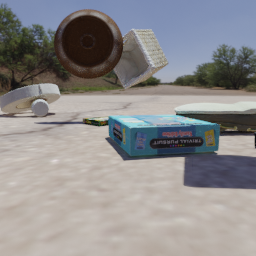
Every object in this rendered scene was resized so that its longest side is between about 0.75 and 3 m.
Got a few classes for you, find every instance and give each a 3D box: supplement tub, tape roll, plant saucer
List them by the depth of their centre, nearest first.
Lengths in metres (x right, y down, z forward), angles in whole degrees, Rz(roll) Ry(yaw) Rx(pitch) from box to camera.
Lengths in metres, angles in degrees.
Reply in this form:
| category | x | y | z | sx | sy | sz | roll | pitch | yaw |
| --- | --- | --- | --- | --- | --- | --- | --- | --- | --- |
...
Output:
| category | x | y | z | sx | sy | sz | roll | pitch | yaw |
| --- | --- | --- | --- | --- | --- | --- | --- | --- | --- |
| plant saucer | -1.431 | -3.070 | 10.091 | 2.542 | 2.542 | 0.465 | 0 | 3 | -2 |
| supplement tub | -3.765 | -0.865 | 11.955 | 0.717 | 0.717 | 0.989 | -3 | 9 | -22 |
| tape roll | -4.463 | -1.330 | 12.827 | 2.721 | 0.497 | 2.721 | -18 | -3 | -1 |

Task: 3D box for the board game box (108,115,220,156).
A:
| category | x | y | z | sx | sy | sz | roll | pitch | yaw |
| --- | --- | --- | --- | --- | --- | --- | --- | --- | --- |
| board game box | 0.586 | 0.071 | 5.935 | 1.682 | 0.523 | 2.229 | -2 | 8 | -13 |

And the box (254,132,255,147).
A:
| category | x | y | z | sx | sy | sz | roll | pitch | yaw |
| --- | --- | --- | --- | --- | --- | --- | --- | --- | --- |
| box | 2.978 | 0.217 | 5.692 | 0.561 | 0.313 | 0.795 | 3 | 7 | 41 |

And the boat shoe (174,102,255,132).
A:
| category | x | y | z | sx | sy | sz | roll | pitch | yaw |
| --- | --- | --- | --- | --- | --- | --- | --- | --- | --- |
| boat shoe | 2.523 | -0.258 | 7.533 | 2.551 | 0.763 | 0.912 | -1 | 20 | 1 |

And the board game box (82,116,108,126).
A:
| category | x | y | z | sx | sy | sz | roll | pitch | yaw |
| --- | --- | --- | --- | --- | --- | --- | --- | --- | --- |
| board game box | -0.565 | -0.270 | 9.631 | 0.936 | 0.209 | 1.786 | 5 | 9 | 45 |

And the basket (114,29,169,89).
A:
| category | x | y | z | sx | sy | sz | roll | pitch | yaw |
| --- | --- | --- | --- | --- | --- | --- | --- | --- | --- |
| basket | 0.416 | -2.811 | 11.370 | 1.434 | 1.784 | 1.768 | -25 | -3 | -46 |
